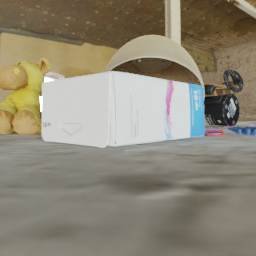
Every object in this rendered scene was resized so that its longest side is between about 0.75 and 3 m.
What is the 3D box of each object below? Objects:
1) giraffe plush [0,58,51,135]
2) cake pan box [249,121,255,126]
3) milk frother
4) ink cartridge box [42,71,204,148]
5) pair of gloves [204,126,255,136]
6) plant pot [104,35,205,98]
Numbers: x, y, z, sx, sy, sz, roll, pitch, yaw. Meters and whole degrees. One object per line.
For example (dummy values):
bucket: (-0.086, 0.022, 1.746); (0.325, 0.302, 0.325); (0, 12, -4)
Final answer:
giraffe plush: (-2.669, -0.840, 7.228); (2.041, 1.918, 2.366); (0, 2, 6)
cake pan box: (6.582, -0.206, 13.573); (1.016, 0.289, 1.104); (2, 2, -7)
milk frother: (3.980, -1.381, 13.220); (2.351, 2.256, 2.499); (3, 31, 47)
ink cartridge box: (-0.015, -0.265, 4.466); (1.600, 0.937, 2.214); (1, 4, 42)
pair of gloves: (2.189, 0.075, 6.308); (1.551, 0.177, 1.247); (-1, 4, -4)
plant pot: (0.464, -1.056, 5.605); (1.976, 1.327, 1.976); (4, -37, 3)
